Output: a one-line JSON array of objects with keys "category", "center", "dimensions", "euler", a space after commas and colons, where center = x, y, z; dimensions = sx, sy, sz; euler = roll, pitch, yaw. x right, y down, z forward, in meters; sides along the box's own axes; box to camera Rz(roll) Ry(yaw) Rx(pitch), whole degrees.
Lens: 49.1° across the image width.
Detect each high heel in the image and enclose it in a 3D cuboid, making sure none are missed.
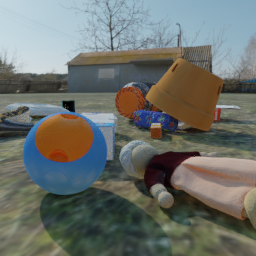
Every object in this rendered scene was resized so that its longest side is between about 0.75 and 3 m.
[{"category": "high heel", "center": [-4.560, -0.364, 10.319], "dimensions": [1.834, 0.919, 2.573], "euler": [2, 16, -28]}]

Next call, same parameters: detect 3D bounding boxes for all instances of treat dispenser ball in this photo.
[{"category": "treat dispenser ball", "center": [-1.012, 0.408, 4.609], "dimensions": [1.345, 1.345, 1.345], "euler": [0, 9, 0]}]

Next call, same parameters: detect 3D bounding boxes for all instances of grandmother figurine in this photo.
[{"category": "grandmother figurine", "center": [0.919, 0.686, 4.492], "dimensions": [1.621, 0.809, 2.673], "euler": [-11, 15, -44]}]

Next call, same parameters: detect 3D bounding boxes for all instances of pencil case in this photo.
[{"category": "pencil case", "center": [1.052, -0.308, 10.741], "dimensions": [1.764, 0.766, 0.688], "euler": [8, -14, 37]}]

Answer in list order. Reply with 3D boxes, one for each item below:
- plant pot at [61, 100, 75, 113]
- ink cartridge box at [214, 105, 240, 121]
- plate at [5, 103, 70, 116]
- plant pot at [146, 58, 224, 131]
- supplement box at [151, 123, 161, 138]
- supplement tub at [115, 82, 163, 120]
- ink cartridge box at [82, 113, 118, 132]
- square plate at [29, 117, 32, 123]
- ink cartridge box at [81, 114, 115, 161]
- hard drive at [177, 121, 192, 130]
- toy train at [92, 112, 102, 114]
[{"category": "plant pot", "center": [-3.659, -1.254, 16.853], "dimensions": [0.736, 0.737, 1.042], "euler": [-4, 2, -22]}, {"category": "ink cartridge box", "center": [4.084, -0.767, 13.876], "dimensions": [2.669, 0.672, 1.454], "euler": [4, 10, 16]}, {"category": "plate", "center": [-4.908, -1.055, 15.427], "dimensions": [2.733, 0.443, 2.739], "euler": [12, 10, 44]}, {"category": "plant pot", "center": [2.295, -1.388, 10.624], "dimensions": [2.730, 1.911, 2.730], "euler": [25, 14, -7]}, {"category": "supplement box", "center": [0.964, 0.078, 9.571], "dimensions": [0.376, 0.363, 1.092], "euler": [-1, 9, 8]}, {"category": "supplement tub", "center": [0.690, -1.356, 13.876], "dimensions": [1.809, 1.809, 2.953], "euler": [5, 9, 28]}, {"category": "ink cartridge box", "center": [-1.015, -0.197, 9.749], "dimensions": [1.190, 0.501, 0.860], "euler": [4, 11, -11]}, {"category": "square plate", "center": [-5.397, -0.379, 12.715], "dimensions": [1.880, 0.267, 1.862], "euler": [-2, 10, -15]}, {"category": "ink cartridge box", "center": [-1.070, 0.156, 7.499], "dimensions": [1.460, 0.841, 2.521], "euler": [-1, 9, -2]}, {"category": "hard drive", "center": [1.710, -0.143, 11.431], "dimensions": [1.532, 0.194, 1.011], "euler": [7, 12, 37]}, {"category": "toy train", "center": [-1.615, -0.551, 13.498], "dimensions": [0.488, 0.371, 0.855], "euler": [17, 18, 42]}]
